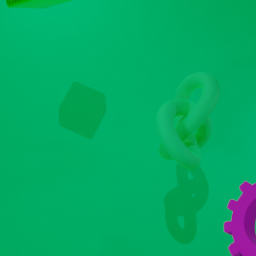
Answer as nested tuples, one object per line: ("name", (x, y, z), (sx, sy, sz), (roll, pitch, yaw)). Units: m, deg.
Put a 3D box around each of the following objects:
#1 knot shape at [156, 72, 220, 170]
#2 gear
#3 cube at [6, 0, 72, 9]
("knot shape", (1.165, 0.027, 5.574), (0.916, 1.855, 1.983), (16, 59, 19))
("gear", (1.652, 1.076, 3.170), (0.222, 1.202, 1.202), (29, 71, -22))
("cube", (-1.813, -3.042, 5.600), (1.032, 1.032, 1.032), (1, 110, 31))
